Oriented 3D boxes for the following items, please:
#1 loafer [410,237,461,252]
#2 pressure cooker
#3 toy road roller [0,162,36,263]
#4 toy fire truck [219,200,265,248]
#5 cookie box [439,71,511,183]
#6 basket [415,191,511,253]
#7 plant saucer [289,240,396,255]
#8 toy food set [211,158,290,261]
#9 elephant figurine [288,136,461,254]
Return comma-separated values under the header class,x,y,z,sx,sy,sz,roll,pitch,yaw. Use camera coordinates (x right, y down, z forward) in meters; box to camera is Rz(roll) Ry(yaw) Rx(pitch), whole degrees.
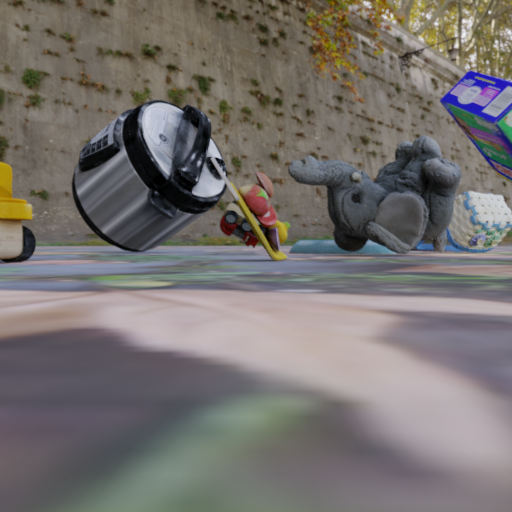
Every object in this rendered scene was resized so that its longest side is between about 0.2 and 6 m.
class,x,y,z,sx,sy,sz,roll,pitch,yaw
loafer,4.902,-0.512,16.328,2.198,0.766,0.827,1,2,38
pressure cooker,-2.311,-2.007,13.301,3.349,2.945,2.991,-30,-9,32
toy road roller,-3.304,-0.487,6.262,1.579,1.153,0.970,0,1,9
toy fire truck,-0.309,-0.541,12.045,1.011,1.149,0.739,26,41,-4
cookie box,3.523,-1.630,7.706,1.695,0.637,1.450,40,13,-26
basket,5.044,-0.655,13.646,1.728,1.363,1.960,0,-25,-25
plant saucer,1.948,-0.203,12.752,2.409,0.330,2.409,0,2,0
toy food set,0.087,-0.593,7.030,0.504,1.542,0.907,-31,43,0
elephant figurine,2.122,-0.855,10.126,2.850,2.211,2.016,-27,-24,-22
